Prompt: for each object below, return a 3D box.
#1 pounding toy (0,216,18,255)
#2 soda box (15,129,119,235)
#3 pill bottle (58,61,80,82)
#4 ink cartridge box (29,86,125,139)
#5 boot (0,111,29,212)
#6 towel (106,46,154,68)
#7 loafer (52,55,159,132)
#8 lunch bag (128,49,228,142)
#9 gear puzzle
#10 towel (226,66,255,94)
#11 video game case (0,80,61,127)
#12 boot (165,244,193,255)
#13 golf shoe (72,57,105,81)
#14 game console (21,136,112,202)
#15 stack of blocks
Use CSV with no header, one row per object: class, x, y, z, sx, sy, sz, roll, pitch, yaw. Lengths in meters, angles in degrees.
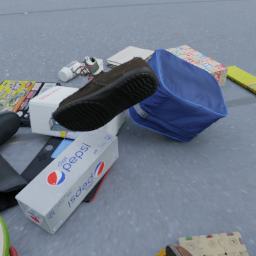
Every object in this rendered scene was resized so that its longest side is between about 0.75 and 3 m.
pounding toy,-3.015,2.619,5.322,1.721,1.035,2.230,37,78,27
soda box,-1.319,1.127,6.789,0.906,0.842,2.654,22,49,24
pill bottle,-2.473,-2.408,11.949,0.574,0.574,1.007,18,41,21
ink cartridge box,-1.487,-0.502,8.760,2.528,1.106,1.837,9,24,10
boot,-3.407,0.801,7.448,2.339,0.931,2.837,-36,46,-25
towel,0.155,-3.325,13.286,1.523,0.396,2.299,20,42,23
loafer,-0.511,-0.710,6.075,2.538,0.926,0.905,-22,44,20
lunch bag,1.225,-0.821,8.181,2.737,1.811,1.860,21,47,-23
gear puzzle,1.498,2.672,5.672,1.885,0.247,0.976,-5,40,-2
towel,4.966,-2.001,11.757,1.083,0.227,2.516,-12,38,-23
video game case,-3.943,-0.961,10.273,2.354,0.332,2.604,3,39,3
boot,2.439,2.611,5.157,2.771,0.890,2.583,-26,57,-25
golf shoe,-1.250,-1.966,9.059,0.650,0.742,1.685,-10,26,-38
game console,-1.570,0.996,7.732,2.158,0.335,1.908,12,39,16
stack of blocks,2.643,-2.567,11.953,1.578,0.803,2.741,-19,42,-23
